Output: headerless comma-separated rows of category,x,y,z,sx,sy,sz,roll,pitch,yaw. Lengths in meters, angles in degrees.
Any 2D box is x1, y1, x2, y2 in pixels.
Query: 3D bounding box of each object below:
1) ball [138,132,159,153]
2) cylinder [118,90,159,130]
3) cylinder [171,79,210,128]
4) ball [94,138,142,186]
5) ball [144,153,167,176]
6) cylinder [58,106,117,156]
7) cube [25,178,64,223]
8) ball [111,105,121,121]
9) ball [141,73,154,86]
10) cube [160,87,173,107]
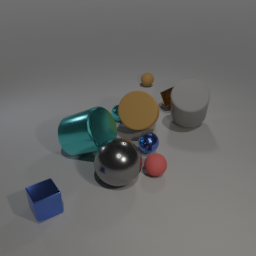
ball,0.692,0.484,9.392,0.700,0.700,0.700,0,30,0
cylinder,0.438,-0.622,10.410,1.400,1.400,1.400,5,2,9
cylinder,2.344,-0.910,10.717,1.400,1.400,1.400,-4,65,7
ball,-0.287,0.982,8.119,1.400,1.400,1.400,0,30,0
ball,0.840,1.114,8.532,0.700,0.700,0.700,0,30,0
cylinder,-1.314,0.131,9.134,1.400,1.400,1.400,-14,19,34
cube,-2.164,1.869,7.276,0.700,0.700,0.700,-19,35,-29
ball,-0.349,-0.620,11.588,0.700,0.700,0.700,0,30,0
ball,1.029,-2.590,14.908,0.700,0.700,0.700,0,30,0
cube,1.957,-1.382,12.465,0.700,0.700,0.700,-22,-4,26
